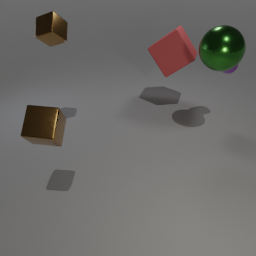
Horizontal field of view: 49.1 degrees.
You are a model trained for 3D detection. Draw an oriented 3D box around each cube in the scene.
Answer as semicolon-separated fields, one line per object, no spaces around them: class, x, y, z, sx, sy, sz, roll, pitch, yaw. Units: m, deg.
cube;-2.376;-3.060;8.714;0.700;0.700;0.700;-6;-13;26
cube;-1.806;-0.035;6.093;0.700;0.700;0.700;6;74;2
cube;1.887;-3.190;11.637;1.400;1.400;1.400;-29;13;28

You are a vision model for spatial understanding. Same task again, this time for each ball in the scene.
ball;2.949;-2.492;8.817;1.400;1.400;1.400;0;31;0

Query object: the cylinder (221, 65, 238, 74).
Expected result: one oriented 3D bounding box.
cylinder;3.528;-2.380;10.141;0.700;0.700;0.700;7;18;-47
